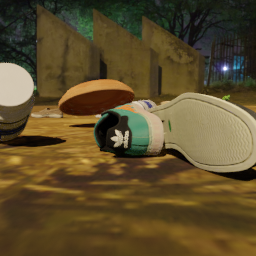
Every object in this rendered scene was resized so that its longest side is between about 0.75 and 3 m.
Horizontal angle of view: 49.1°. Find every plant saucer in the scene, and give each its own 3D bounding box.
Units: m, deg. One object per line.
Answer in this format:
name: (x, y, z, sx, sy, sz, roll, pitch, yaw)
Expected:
plant saucer: (-1.031, -0.980, 9.170, 2.475, 0.463, 2.475, -10, -13, -2)

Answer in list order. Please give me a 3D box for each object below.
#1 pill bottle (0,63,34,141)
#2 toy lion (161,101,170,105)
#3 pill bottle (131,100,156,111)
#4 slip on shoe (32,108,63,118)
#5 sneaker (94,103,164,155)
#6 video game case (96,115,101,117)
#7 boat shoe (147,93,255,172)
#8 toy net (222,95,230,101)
pill bottle: (-2.346, -0.452, 5.362, 0.994, 0.994, 1.717, -3, -18, -29)
toy lion: (1.651, -0.909, 15.007, 2.302, 0.825, 2.402, -10, 8, -16)
pill bottle: (0.394, -0.551, 10.112, 0.850, 0.850, 1.468, 4, 10, 34)
slip on shoe: (-4.106, -0.784, 14.250, 1.671, 0.506, 0.635, 2, 6, 16)
sneaker: (-0.201, -0.051, 5.219, 0.952, 0.850, 2.383, 3, 6, -16)
video game case: (-1.273, -0.647, 14.979, 0.769, 0.097, 1.074, 0, 6, 2)
boat shoe: (1.126, -0.028, 4.166, 0.949, 1.008, 2.807, -6, 5, -15)
toy net: (2.262, -0.335, 7.356, 1.233, 0.238, 0.647, -37, -45, 25)
